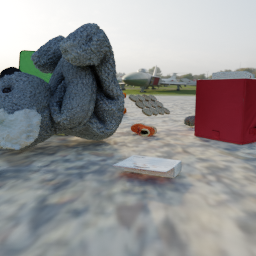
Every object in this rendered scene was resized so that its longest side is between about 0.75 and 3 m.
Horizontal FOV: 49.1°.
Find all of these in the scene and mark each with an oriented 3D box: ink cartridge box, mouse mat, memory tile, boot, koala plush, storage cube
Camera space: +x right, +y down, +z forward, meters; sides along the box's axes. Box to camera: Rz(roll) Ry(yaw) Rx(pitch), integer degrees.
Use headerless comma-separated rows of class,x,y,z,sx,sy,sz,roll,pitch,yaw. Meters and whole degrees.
ink cartridge box,0.303,0.610,4.254,0.846,0.189,0.745,4,9,27
mouse mat,-3.220,-1.766,10.909,2.035,2.529,0.095,2,-7,-14
memory tile,0.562,-0.599,7.286,1.106,0.093,0.847,-8,48,-49
boot,0.350,0.052,7.777,0.806,0.302,0.432,7,16,34
koala plush,-1.801,-0.468,6.070,2.902,2.667,2.574,-30,22,-29
storage cube,2.746,-0.502,7.262,1.455,1.530,1.702,-6,11,-33

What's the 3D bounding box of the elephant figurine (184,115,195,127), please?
elephant figurine,3.323,-0.704,9.316,2.340,1.655,1.815,-13,-31,42

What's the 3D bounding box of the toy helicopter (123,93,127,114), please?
toy helicopter,-1.239,-1.039,13.178,1.638,0.977,2.476,9,21,30

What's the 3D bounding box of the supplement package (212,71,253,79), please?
supplement package,4.708,-1.512,12.637,1.488,1.935,2.024,5,10,29
